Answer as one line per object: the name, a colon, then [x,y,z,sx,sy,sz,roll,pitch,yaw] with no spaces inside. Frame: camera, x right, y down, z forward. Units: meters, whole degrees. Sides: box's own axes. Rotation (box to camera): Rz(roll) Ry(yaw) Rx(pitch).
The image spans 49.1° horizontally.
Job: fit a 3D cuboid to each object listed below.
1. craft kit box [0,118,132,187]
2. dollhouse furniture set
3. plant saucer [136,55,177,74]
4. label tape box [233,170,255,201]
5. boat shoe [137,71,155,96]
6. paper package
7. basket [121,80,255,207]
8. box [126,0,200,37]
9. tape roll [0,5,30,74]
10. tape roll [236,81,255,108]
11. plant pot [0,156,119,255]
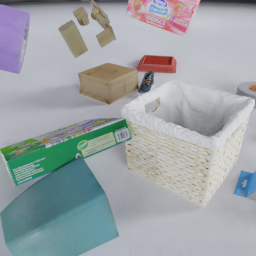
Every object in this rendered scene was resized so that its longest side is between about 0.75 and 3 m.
craft kit box: [-1.762,0.438,7.326,2.831,0.687,2.796,-21,8,-26]
dollhouse furniture set: [-1.927,-4.271,11.707,1.974,1.877,1.608,-34,62,-5]
plant saucer: [1.640,-3.634,15.661,2.160,0.397,2.164,5,30,9]
label tape box: [3.576,1.422,7.012,1.538,0.487,1.109,16,34,25]
boat shoe: [0.801,-2.014,12.578,0.566,0.727,1.601,10,32,16]
paper package: [-0.858,-2.023,12.301,1.905,1.034,1.999,21,37,31]
basket: [1.523,0.213,7.475,2.601,2.091,2.577,22,37,31]
box: [1.380,-4.804,11.024,2.564,1.316,1.214,24,46,10]
tape roll: [-3.437,-2.568,8.231,0.774,1.821,1.821,12,27,-18]
tape roll: [5.415,-1.397,11.712,1.677,0.554,1.677,1,31,0]
plant pot: [-1.411,1.801,5.641,1.915,1.354,1.353,-25,37,-17]
